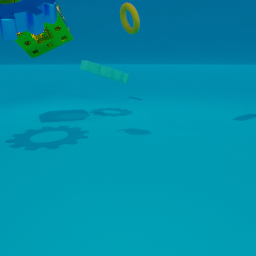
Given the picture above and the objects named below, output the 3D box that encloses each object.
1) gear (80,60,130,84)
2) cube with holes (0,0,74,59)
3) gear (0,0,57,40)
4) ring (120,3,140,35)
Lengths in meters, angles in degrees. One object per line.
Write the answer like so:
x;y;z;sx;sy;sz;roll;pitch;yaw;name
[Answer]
-0.777;-1.909;9.607;1.683;0.311;1.683;17;7;-2;gear
-2.587;-3.088;7.830;1.369;1.369;1.369;-25;-18;2;cube with holes
-2.357;-2.356;5.148;2.035;0.376;2.035;7;48;-8;gear
0.066;-4.519;11.616;0.253;1.263;1.263;-27;24;-21;ring
